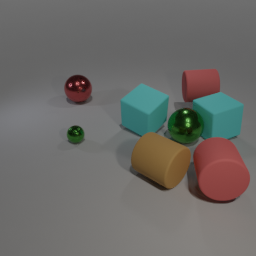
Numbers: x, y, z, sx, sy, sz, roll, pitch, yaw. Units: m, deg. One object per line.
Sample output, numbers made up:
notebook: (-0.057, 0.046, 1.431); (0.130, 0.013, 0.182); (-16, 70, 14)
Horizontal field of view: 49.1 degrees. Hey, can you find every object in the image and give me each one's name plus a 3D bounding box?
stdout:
ball: (-2.517, -1.991, 14.171); (1.400, 1.400, 1.400); (0, 30, 0)
cylinder: (1.055, 1.010, 8.986); (1.400, 1.400, 1.400); (25, 38, 36)
ball: (2.243, -0.089, 10.900); (1.400, 1.400, 1.400); (0, 30, 0)
cylinder: (2.728, 1.188, 8.372); (1.400, 1.400, 1.400); (3, 25, 5)
cylinder: (3.187, -1.873, 12.406); (1.400, 1.400, 1.400); (-3, 30, 2)
cube: (3.569, -0.431, 11.295); (1.400, 1.400, 1.400); (-17, 33, -16)
cube: (0.674, -0.702, 11.413); (1.400, 1.400, 1.400); (29, 53, 27)
ball: (-2.064, 0.244, 11.042); (0.700, 0.700, 0.700); (0, 30, 0)
